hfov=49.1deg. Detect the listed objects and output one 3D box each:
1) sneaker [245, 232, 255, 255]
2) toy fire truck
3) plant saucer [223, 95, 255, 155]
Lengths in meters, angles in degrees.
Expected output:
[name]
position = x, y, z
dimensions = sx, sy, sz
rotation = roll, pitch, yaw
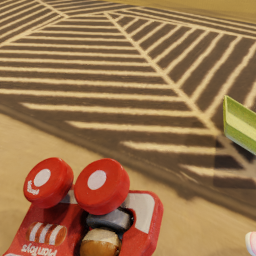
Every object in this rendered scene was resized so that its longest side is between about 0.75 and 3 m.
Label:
[sneaker]
position = 2.302, 1.828, 4.366
dimensions = 1.008, 0.527, 0.379
rotation = 26, 52, -29
[toy fire truck]
position = -0.725, 1.619, 4.106
dimensions = 2.408, 1.350, 2.022
rotation = -3, 51, 29
[plant saucer]
position = 2.816, 0.078, 6.460
dimensions = 1.627, 0.390, 1.630
rotation = 32, 33, -1
